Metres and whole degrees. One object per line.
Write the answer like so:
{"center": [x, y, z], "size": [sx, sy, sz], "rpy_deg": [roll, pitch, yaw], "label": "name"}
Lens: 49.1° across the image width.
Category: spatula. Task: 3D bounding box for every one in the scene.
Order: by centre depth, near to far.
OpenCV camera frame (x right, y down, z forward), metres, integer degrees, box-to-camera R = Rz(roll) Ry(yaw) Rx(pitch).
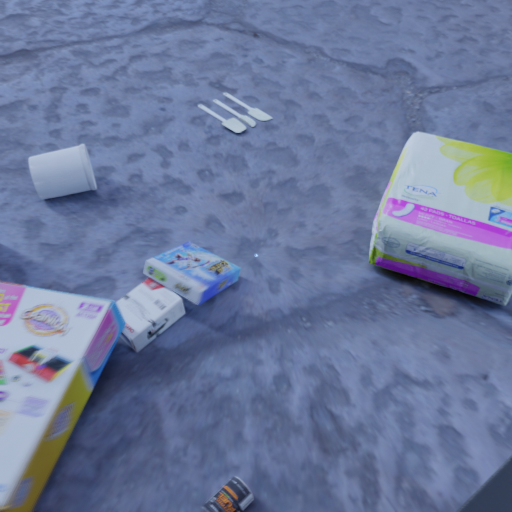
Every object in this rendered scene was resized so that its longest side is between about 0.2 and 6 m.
{"center": [-0.589, -3.532, 13.718], "size": [1.174, 0.136, 1.688], "rpy_deg": [-34, 55, -27], "label": "spatula"}

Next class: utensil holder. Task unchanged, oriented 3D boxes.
{"center": [-3.924, -1.694, 11.398], "size": [1.116, 0.948, 0.948], "rpy_deg": [-14, 48, -10], "label": "utensil holder"}

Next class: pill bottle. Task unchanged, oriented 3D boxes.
{"center": [-0.422, 3.182, 7.058], "size": [0.742, 0.394, 0.394], "rpy_deg": [-36, 56, -29], "label": "pill bottle"}

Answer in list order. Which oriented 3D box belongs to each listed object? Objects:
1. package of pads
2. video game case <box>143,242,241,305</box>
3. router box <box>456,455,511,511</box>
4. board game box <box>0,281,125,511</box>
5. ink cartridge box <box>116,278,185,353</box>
{"center": [3.654, -0.860, 10.448], "size": [2.564, 1.132, 3.319], "rpy_deg": [18, 48, 15], "label": "package of pads"}
{"center": [-1.069, 0.255, 9.577], "size": [1.159, 0.291, 1.279], "rpy_deg": [28, 28, 19], "label": "video game case"}
{"center": [1.611, 3.361, 4.898], "size": [4.125, 3.243, 1.077], "rpy_deg": [-30, 53, -25], "label": "router box"}
{"center": [-3.557, 1.832, 7.866], "size": [2.354, 0.620, 3.076], "rpy_deg": [8, 51, 16], "label": "board game box"}
{"center": [-1.819, 0.937, 9.144], "size": [0.778, 0.440, 1.061], "rpy_deg": [36, 60, 29], "label": "ink cartridge box"}
